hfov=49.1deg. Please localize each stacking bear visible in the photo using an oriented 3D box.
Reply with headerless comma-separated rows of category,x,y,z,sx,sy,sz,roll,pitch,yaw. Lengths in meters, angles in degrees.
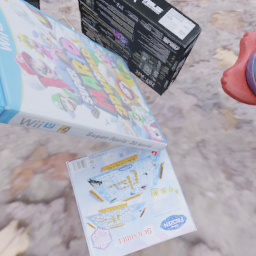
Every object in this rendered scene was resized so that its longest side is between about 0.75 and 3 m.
stacking bear,3.127,-1.162,4.877,1.444,2.540,1.542,31,81,-14

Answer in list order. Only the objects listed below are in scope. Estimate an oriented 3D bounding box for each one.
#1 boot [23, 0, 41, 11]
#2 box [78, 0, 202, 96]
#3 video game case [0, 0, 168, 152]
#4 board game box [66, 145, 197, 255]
boot,-2.626,-3.440,7.788,0.631,1.863,1.217,6,36,-11
box,0.062,-1.826,5.273,2.315,1.855,0.504,40,74,8
video game case,-0.653,-0.724,3.996,0.261,2.935,2.100,-38,61,25
board game box,0.014,1.173,4.869,1.774,0.365,1.770,-17,71,-5
